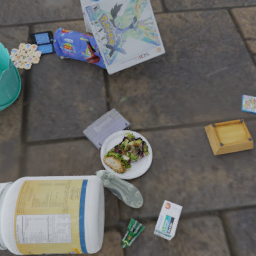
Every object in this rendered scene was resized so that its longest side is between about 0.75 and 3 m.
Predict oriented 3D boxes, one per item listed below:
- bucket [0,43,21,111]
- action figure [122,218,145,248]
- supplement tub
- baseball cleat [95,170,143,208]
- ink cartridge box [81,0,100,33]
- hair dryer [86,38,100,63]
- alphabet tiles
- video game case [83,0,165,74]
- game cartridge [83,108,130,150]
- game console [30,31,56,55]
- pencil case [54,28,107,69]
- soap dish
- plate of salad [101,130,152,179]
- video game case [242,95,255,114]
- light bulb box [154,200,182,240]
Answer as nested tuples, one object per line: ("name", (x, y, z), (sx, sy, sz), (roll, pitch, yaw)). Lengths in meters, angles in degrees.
("bucket", (-5.529, -1.924, 10.820), (2.610, 1.698, 2.610), (0, 61, 0))
("action figure", (0.100, 3.328, 8.714), (0.524, 0.243, 0.887), (31, 69, 13))
("supplement tub", (-2.230, 2.477, 8.083), (2.960, 2.141, 2.141), (-1, 61, 0))
("baseball cleat", (-0.294, 1.944, 9.263), (1.817, 0.967, 0.634), (42, 75, -11))
("ink cartridge box", (-0.882, -5.528, 12.423), (1.763, 2.414, 1.771), (19, 62, 12))
("hair dryer", (-1.415, -2.870, 10.793), (0.859, 0.307, 1.128), (33, 43, -32))
("alphabet tiles", (-4.545, -3.167, 12.397), (1.336, 0.098, 1.307), (6, 68, 3))
("video game case", (-0.089, -3.730, 10.776), (2.421, 2.656, 0.292), (-21, 21, 1))
("game cartridge", (-0.807, 0.020, 10.554), (1.552, 0.298, 1.006), (-38, 63, -19))
("game console", (-3.808, -3.796, 12.525), (1.014, 0.865, 0.600), (-10, 35, -6))
("pencil case", (-1.779, -3.347, 11.941), (2.871, 1.120, 1.247), (16, 105, 9))
("soap dish", (3.695, 0.293, 10.196), (1.476, 0.600, 1.161), (-9, 61, -4))
("plate of salad", (-0.042, 0.880, 9.888), (1.843, 0.443, 1.843), (2, 64, -4))
("video game case", (5.094, -0.902, 11.160), (1.062, 0.095, 0.760), (12, 61, 7))
("light bulb box", (1.219, 2.836, 8.583), (0.574, 0.920, 0.911), (18, 63, 10))
